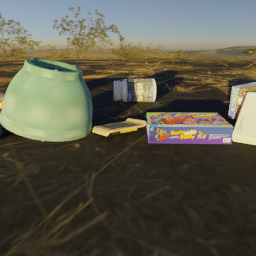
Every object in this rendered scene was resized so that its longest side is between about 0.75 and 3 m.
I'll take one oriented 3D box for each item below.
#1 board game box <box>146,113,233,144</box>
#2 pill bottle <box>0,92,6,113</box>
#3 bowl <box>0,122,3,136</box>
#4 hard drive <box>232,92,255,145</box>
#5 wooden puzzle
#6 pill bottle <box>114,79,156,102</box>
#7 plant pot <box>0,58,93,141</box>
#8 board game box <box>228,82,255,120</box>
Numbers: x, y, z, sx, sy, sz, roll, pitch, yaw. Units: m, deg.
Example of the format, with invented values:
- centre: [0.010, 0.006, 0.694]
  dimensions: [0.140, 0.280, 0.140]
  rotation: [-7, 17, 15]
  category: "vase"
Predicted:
- centre: [1.703, -0.027, 8.281]
  dimensions: [2.273, 0.509, 1.528]
  rotation: [0, 17, 1]
  category: "board game box"
- centre: [-4.872, -0.958, 10.724]
  dimensions: [1.609, 0.855, 0.855]
  rotation: [15, 23, 40]
  category: "pill bottle"
- centre: [-4.873, 0.094, 7.902]
  dimensions: [2.575, 0.505, 2.575]
  rotation: [0, 17, 0]
  category: "bowl"
- centre: [4.085, -0.180, 7.215]
  dimensions: [2.353, 1.552, 0.314]
  rotation: [10, -24, 42]
  category: "hard drive"
- centre: [-0.282, -0.002, 8.465]
  dimensions: [1.332, 0.248, 1.232]
  rotation: [-15, 12, -26]
  category: "wooden puzzle"
- centre: [0.291, -1.724, 12.876]
  dimensions: [1.883, 1.071, 1.071]
  rotation: [-2, 17, -4]
  category: "pill bottle"
- centre: [-2.276, -1.002, 8.300]
  dimensions: [2.719, 1.822, 2.719]
  rotation: [11, 21, -4]
  category: "plant pot"
- centre: [4.704, -0.716, 8.874]
  dimensions: [1.768, 1.074, 2.218]
  rotation: [-15, 25, -36]
  category: "board game box"
